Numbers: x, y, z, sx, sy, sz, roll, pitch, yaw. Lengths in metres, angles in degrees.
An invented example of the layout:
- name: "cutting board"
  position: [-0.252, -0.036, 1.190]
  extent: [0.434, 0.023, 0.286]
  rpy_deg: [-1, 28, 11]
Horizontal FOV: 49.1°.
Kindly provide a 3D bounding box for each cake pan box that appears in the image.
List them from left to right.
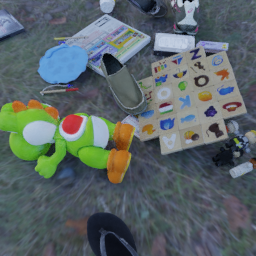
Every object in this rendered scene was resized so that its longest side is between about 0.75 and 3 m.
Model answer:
- name: "cake pan box"
  position: [2.516, -2.435, 8.483]
  extent: [0.828, 0.899, 0.235]
  rpy_deg: [8, 100, 5]

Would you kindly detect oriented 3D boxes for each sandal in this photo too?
- name: "sandal"
  position: [-0.114, 2.469, 5.181]
  extent: [0.813, 0.458, 2.138]
  rpy_deg: [-24, 58, -16]

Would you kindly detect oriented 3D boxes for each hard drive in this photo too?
- name: "hard drive"
  position: [1.472, -2.628, 8.910]
  extent: [1.266, 0.240, 0.885]
  rpy_deg: [8, 56, 4]

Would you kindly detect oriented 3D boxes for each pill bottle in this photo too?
- name: "pill bottle"
  position: [-0.732, -4.628, 10.133]
  extent: [0.539, 0.539, 0.943]
  rpy_deg: [1, 55, 1]

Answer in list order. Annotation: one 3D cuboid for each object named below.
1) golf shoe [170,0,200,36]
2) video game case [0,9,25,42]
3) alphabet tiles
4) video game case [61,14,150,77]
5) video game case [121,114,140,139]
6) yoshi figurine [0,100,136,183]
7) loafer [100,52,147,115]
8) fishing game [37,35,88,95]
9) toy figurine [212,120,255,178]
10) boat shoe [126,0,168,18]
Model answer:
- name: "golf shoe"
  position: [2.045, -4.352, 9.563]
  extent: [1.050, 1.198, 2.719]
  rpy_deg: [0, 54, 1]
- name: "video game case"
  position: [-4.711, -3.257, 9.387]
  extent: [2.025, 0.192, 1.447]
  rpy_deg: [-35, 62, -21]
- name: "alphabet tiles"
  position: [1.391, -0.805, 6.953]
  extent: [2.484, 0.095, 2.985]
  rpy_deg: [-16, 52, 20]
- name: "video game case"
  position: [-0.704, -2.698, 8.950]
  extent: [1.972, 0.239, 2.166]
  rpy_deg: [34, 62, 22]
- name: "video game case"
  position: [0.414, -0.222, 7.300]
  extent: [0.740, 0.090, 1.036]
  rpy_deg: [36, 63, 23]
- name: "yoshi figurine"
  position: [-1.432, 0.316, 6.395]
  extent: [2.959, 1.663, 1.657]
  rpy_deg: [17, 96, -5]
- name: "loafer"
  position: [-0.216, -1.200, 7.340]
  extent: [0.758, 0.702, 2.015]
  rpy_deg: [-35, 68, 1]
- name: "fishing game"
  position: [-1.921, -1.873, 8.330]
  extent: [1.563, 0.339, 2.183]
  rpy_deg: [-4, 60, 7]
- name: "toy figurine"
  position: [2.364, 0.448, 6.150]
  extent: [0.754, 1.084, 1.067]
  rpy_deg: [-22, 21, -10]
- name: "boat shoe"
  position: [0.547, -4.122, 9.270]
  extent: [2.056, 0.687, 0.586]
  rpy_deg: [16, 44, -35]
